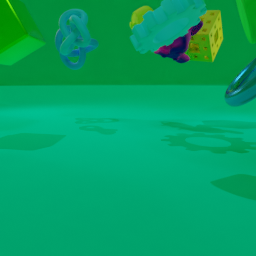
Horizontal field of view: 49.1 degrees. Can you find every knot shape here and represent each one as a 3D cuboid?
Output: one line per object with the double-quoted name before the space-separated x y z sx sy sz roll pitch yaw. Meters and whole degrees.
"knot shape" -1.928 -3.143 10.875 1.600 1.709 0.790 -13 50 -6
"knot shape" -1.668 -3.061 8.910 0.710 1.538 1.439 6 10 -38

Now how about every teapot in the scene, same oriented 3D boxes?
"teapot" 0.511 -3.724 9.939 0.882 1.121 1.802 -13 11 -14

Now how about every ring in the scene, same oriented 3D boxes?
"ring" 1.643 -0.682 3.519 0.210 1.050 1.050 43 11 -2

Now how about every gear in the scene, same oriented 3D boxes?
"gear" 1.043 -2.697 7.341 2.034 0.376 2.034 -27 -5 -3

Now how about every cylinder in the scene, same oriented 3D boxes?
"cylinder" 2.017 -1.711 3.870 0.829 0.829 0.829 -17 3 21

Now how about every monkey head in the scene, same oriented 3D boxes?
"monkey head" 1.565 -2.826 9.164 1.963 1.183 1.412 4 -9 40

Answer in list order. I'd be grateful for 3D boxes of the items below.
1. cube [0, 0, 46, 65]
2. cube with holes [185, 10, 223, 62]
"cube" -3.251 -2.591 7.436 1.315 1.315 1.315 -28 6 7
"cube with holes" 2.576 -3.310 10.106 1.237 1.237 1.237 13 -28 31
